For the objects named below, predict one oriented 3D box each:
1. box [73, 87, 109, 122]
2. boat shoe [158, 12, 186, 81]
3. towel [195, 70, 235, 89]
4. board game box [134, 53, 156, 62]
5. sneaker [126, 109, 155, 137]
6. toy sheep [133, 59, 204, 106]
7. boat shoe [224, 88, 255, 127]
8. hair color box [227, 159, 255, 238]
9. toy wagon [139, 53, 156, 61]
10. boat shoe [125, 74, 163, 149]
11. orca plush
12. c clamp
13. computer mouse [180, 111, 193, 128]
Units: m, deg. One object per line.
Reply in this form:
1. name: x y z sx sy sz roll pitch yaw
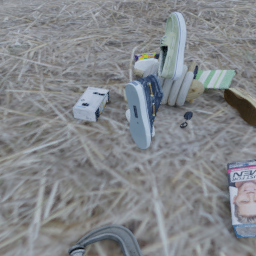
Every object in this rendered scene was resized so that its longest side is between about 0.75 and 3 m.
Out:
1. box: -1.434 -0.986 11.175 0.946 0.488 1.622 11 40 13
2. boat shoe: 1.465 -2.820 9.537 0.732 2.359 0.849 3 -5 -24
3. towel: 3.426 -2.117 12.326 2.204 0.258 1.681 6 37 31
4. board game box: 0.947 -3.501 14.361 1.140 0.323 0.943 -5 38 -6
5. sneaker: 0.472 -0.380 10.259 0.615 0.723 1.635 -23 44 -23
6. toy sheep: 1.607 -1.876 11.178 2.888 1.991 1.991 18 43 13
7. boat shoe: 4.677 -0.925 10.817 0.778 0.859 2.411 -11 40 -12
8. hair color box: 3.273 1.796 7.436 1.033 0.625 2.065 -13 35 24
9. toy wagon: 1.221 -3.198 13.749 1.409 0.279 1.093 3 59 0
10. boat shoe: 0.662 -0.498 9.079 1.099 2.422 0.857 -29 37 -31
11. orca plush: 1.734 -2.591 12.719 2.819 1.483 1.002 -3 3 17
12. c clamp: -0.590 3.360 6.010 2.312 0.367 2.706 -9 41 -11
13. computer mouse: 2.222 -0.350 10.654 0.309 0.179 1.053 17 43 18
